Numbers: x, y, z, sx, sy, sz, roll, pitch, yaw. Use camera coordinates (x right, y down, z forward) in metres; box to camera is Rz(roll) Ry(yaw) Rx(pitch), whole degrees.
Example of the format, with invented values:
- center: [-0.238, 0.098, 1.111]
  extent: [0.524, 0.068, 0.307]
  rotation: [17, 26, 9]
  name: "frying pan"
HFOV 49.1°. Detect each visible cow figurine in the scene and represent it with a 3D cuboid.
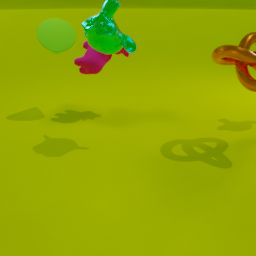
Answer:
- center: [-0.753, -2.371, 9.009]
  extent: [1.582, 0.882, 1.607]
  rotation: [10, 63, 26]
  name: "cow figurine"

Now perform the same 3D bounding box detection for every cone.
- center: [-2.401, -2.788, 9.426]
  extent: [1.210, 1.210, 1.215]
  rotation: [-8, -14, -17]
  name: "cone"

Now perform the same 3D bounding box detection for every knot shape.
- center: [3.117, -1.574, 6.790]
  extent: [1.853, 0.856, 1.734]
  rotation: [-10, 46, -18]
  name: "knot shape"

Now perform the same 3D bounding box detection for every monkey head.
- center: [-0.500, -2.463, 6.944]
  extent: [1.636, 1.177, 0.986]
  rotation: [26, -4, 24]
  name: "monkey head"
